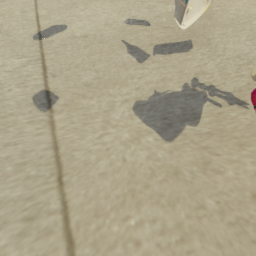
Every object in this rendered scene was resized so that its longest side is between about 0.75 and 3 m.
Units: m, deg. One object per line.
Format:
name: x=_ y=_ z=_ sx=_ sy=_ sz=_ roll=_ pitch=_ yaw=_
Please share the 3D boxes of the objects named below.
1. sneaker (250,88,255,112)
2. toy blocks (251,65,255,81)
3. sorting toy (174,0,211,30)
sneaker: x=2.183 y=-0.504 z=3.378 sx=1.118 sy=1.207 sz=2.994 roll=42 pitch=28 yaw=7
toy blocks: x=3.214 y=-0.780 z=5.176 sx=1.249 sy=1.498 sz=0.544 roll=-23 pitch=40 yaw=42
sorting toy: x=1.136 y=-2.840 z=5.592 sx=0.651 sy=1.219 sz=1.097 roll=-33 pitch=79 yaw=-8
